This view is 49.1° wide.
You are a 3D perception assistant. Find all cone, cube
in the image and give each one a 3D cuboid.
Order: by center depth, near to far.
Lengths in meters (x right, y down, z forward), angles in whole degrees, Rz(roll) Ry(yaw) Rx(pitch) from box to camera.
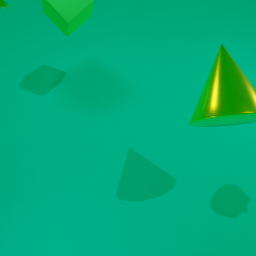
[{"bbox_3d":[1.826,-0.859,5.230,1.482,1.482,1.488,-3,82,-2],"label":"cone"},{"bbox_3d":[-1.669,-3.366,7.766,0.992,0.992,0.992,-45,98,-12],"label":"cube"}]

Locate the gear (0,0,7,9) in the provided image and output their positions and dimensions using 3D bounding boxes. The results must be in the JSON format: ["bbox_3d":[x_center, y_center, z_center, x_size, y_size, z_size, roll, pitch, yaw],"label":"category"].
[{"bbox_3d":[-3.075,-3.012,5.898,1.142,1.142,0.211,-17,31,-13],"label":"gear"}]
